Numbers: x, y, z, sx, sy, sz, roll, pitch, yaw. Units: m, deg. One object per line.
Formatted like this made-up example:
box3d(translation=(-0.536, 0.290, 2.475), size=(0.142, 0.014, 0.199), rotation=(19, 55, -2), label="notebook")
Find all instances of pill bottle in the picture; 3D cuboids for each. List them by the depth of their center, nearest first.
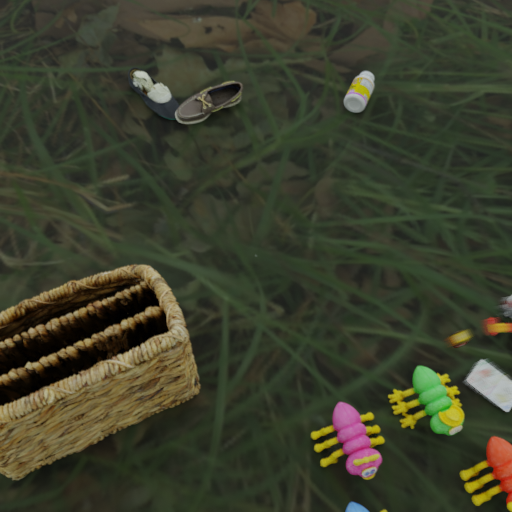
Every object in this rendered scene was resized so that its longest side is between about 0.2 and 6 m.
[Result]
box3d(translation=(2.375, -3.754, 12.750), size=(0.502, 0.502, 0.963), rotation=(21, 61, 12), label="pill bottle")

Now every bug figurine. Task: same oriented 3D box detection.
box3d(translation=(2.450, 3.191, 8.377), size=(3.547, 0.913, 2.751), rotation=(-20, 61, -11), label="bug figurine")

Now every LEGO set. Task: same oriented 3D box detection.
box3d(translation=(4.634, 1.779, 9.380), size=(2.584, 0.634, 1.931), rotation=(39, 66, 16), label="LEGO set")

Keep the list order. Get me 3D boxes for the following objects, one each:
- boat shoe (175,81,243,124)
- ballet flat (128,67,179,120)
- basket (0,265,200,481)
box3d(translation=(-1.042, -3.450, 12.503), size=(1.644, 0.489, 0.591), rotation=(-25, 87, -15), label="boat shoe")
box3d(translation=(-2.351, -3.738, 12.699), size=(0.620, 0.620, 1.697), rotation=(-37, 66, -20), label="ballet flat")
box3d(translation=(-2.849, 1.377, 8.490), size=(3.465, 2.582, 2.473), rotation=(-23, 62, -12), label="basket")
